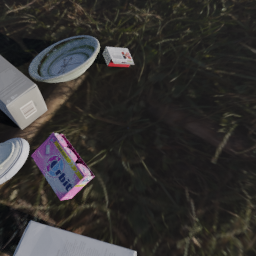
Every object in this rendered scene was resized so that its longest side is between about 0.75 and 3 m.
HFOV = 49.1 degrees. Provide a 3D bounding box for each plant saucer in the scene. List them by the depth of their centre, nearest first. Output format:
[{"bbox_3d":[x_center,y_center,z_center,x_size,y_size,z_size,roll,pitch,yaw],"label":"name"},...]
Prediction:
[{"bbox_3d":[-1.794,-1.920,8.237,2.193,0.550,2.193,-12,44,12],"label":"plant saucer"}]

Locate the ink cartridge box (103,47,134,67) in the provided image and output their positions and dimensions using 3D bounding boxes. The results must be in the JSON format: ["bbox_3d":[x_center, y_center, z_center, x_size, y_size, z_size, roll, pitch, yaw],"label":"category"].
[{"bbox_3d":[-0.296,-2.167,8.816,0.800,0.335,0.702,-5,61,-33],"label":"ink cartridge box"}]

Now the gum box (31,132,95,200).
[{"bbox_3d":[-1.540,0.843,6.473,0.800,0.466,1.410,-45,70,9],"label":"gum box"}]

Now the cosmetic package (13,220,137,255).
[{"bbox_3d":[-1.009,2.682,5.777,2.274,1.156,0.842,14,61,8],"label":"cosmetic package"}]

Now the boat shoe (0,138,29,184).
[{"bbox_3d":[-3.503,0.857,6.386,2.476,1.055,0.915,-28,56,13],"label":"boat shoe"}]

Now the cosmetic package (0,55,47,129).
[{"bbox_3d":[-3.531,-1.202,7.937,2.376,1.269,1.071,42,69,19],"label":"cosmetic package"}]
